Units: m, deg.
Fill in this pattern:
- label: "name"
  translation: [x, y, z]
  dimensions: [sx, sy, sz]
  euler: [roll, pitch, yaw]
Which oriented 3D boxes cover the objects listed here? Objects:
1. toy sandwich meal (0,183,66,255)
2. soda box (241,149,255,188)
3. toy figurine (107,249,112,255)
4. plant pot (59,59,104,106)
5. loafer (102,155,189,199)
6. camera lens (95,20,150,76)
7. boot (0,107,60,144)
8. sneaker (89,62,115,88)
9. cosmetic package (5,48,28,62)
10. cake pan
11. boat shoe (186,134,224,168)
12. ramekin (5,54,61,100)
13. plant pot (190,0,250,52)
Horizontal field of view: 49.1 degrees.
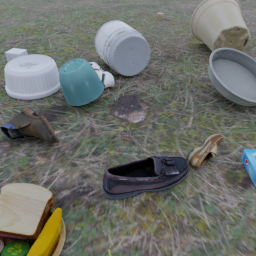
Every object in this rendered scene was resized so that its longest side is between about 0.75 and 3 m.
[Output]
- label: "toy sandwich meal"
  translation: [-2.447, 2.263, 6.146]
  dimensions: [2.374, 0.813, 2.374]
  euler: [0, 36, 0]
- label: "soda box"
  translation: [3.693, 1.147, 8.054]
  dimensions: [0.417, 0.394, 1.229]
  euler: [-1, 37, -1]
- label: "toy figurine"
  translation: [-0.459, 3.161, 4.953]
  dimensions: [0.972, 0.856, 1.623]
  euler: [-19, 39, -16]
- label: "plant pot"
  translation: [-1.951, -1.922, 11.133]
  dimensions: [1.673, 1.342, 1.673]
  euler: [-12, 40, 10]
- label: "loafer"
  translation: [0.550, 1.201, 7.614]
  dimensions: [2.588, 0.815, 0.930]
  euler: [-14, 38, -18]
- label: "camera lens"
  translation: [-0.324, -3.881, 13.542]
  dimensions: [2.086, 2.086, 2.608]
  euler: [-14, 38, -18]
- label: "boot"
  translation: [-3.223, 0.166, 9.142]
  dimensions: [1.207, 0.930, 2.490]
  euler: [-35, 38, -25]
- label: "sneaker"
  translation: [-1.519, -2.372, 12.625]
  dimensions: [0.824, 0.759, 2.059]
  euler: [-28, 44, -30]
- label: "cosmetic package"
  translation: [-5.677, -3.626, 14.383]
  dimensions: [0.839, 0.702, 0.698]
  euler: [10, 37, 14]
- label: "cake pan"
  translation: [4.538, -2.063, 11.456]
  dimensions: [2.973, 0.545, 2.973]
  euler: [11, 53, -15]
- label: "boat shoe"
  translation: [2.435, 0.741, 8.545]
  dimensions: [1.518, 0.574, 0.561]
  euler: [-32, 52, -25]
- label: "ramekin"
  translation: [-4.151, -2.302, 12.166]
  dimensions: [2.461, 1.146, 2.461]
  euler: [0, 37, 0]
- label: "plant pot"
  translation: [5.157, -5.287, 15.221]
  dimensions: [2.928, 2.928, 2.680]
  euler: [-3, 47, -4]
